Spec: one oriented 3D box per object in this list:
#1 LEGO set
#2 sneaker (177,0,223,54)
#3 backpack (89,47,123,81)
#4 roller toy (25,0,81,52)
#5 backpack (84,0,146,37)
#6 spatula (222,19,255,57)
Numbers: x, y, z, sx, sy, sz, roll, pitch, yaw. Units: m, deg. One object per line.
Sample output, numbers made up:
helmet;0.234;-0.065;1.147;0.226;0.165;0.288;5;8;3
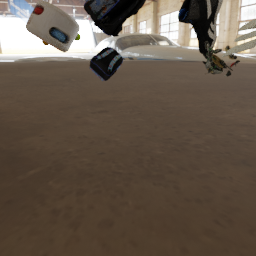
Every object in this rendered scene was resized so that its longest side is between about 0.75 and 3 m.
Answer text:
LEGO set;2.584;-1.883;8.085;1.745;1.133;0.495;-3;-23;-39
sneaker;2.138;-3.276;8.873;1.269;2.269;0.829;-17;48;-11
backpack;-0.564;-1.763;7.574;0.790;0.721;0.531;-50;1;-25
roller toy;-2.691;-3.517;9.907;1.830;1.279;1.669;30;4;0
backpack;-0.297;-3.263;7.123;1.553;1.256;1.630;-34;4;12
spatula;3.583;-2.473;6.611;2.442;0.196;1.698;-9;32;51
